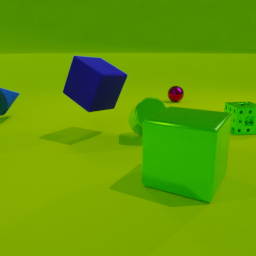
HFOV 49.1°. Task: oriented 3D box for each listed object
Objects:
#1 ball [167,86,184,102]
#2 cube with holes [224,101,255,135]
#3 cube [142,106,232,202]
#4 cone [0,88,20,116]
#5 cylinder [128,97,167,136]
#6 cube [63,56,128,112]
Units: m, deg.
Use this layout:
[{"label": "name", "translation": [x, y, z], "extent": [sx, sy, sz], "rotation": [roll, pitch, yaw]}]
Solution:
[{"label": "ball", "translation": [2.204, -1.572, 12.926], "extent": [0.760, 0.760, 0.760], "rotation": [0, 17, 0]}, {"label": "cube with holes", "translation": [3.505, -0.317, 8.575], "extent": [0.829, 0.829, 0.829], "rotation": [-2, 16, -6]}, {"label": "cube", "translation": [1.130, 0.399, 5.339], "extent": [1.310, 1.310, 1.310], "rotation": [9, 19, 28]}, {"label": "cone", "translation": [-4.254, -1.099, 9.965], "extent": [1.057, 1.057, 1.061], "rotation": [8, 24, 26]}, {"label": "cylinder", "translation": [0.555, -0.298, 7.852], "extent": [0.928, 0.928, 0.928], "rotation": [-4, -9, -13]}, {"label": "cube", "translation": [-0.938, -1.260, 7.968], "extent": [1.151, 1.151, 1.151], "rotation": [36, 27, 25]}]
